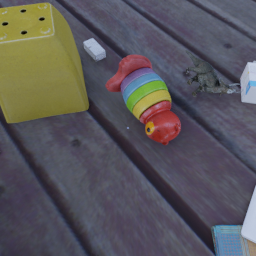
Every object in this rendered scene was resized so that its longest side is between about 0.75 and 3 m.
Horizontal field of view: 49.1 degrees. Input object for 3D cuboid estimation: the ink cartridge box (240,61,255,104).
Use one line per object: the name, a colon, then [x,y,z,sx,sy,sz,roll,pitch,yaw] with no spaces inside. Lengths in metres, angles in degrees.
ink cartridge box: [4.011,-1.443,8.736,0.739,0.759,1.181,9,57,6]

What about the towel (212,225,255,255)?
towel: [2.772,2.775,6.217,1.665,0.181,1.221,0,56,0]

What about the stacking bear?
stacking bear: [0.598,-0.658,7.691,1.324,1.413,2.328,-11,64,-40]

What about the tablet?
tablet: [3.470,2.050,6.625,1.151,0.121,1.770,24,54,19]

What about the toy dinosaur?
toy dinosaur: [2.348,-1.552,8.551,1.010,0.760,1.975,-22,65,-19]

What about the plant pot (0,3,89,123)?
plant pot: [-2.655,-2.012,8.056,2.486,2.543,2.470,-11,57,-7]

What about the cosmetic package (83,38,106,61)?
cosmetic package: [-1.187,-2.778,9.928,0.430,0.313,0.846,-31,60,-19]
